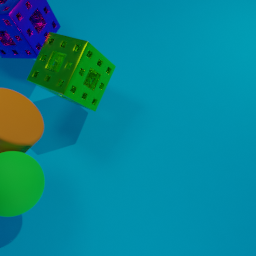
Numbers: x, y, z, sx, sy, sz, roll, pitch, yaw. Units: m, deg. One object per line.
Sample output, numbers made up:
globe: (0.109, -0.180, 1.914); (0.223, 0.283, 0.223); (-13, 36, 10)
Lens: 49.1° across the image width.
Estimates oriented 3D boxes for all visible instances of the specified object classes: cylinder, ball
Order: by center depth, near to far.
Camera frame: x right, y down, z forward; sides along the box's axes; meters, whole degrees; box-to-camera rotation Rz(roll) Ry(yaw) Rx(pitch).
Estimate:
ball: (-2.113, 1.003, 5.077); (1.161, 1.161, 1.161); (0, 68, 0)
cylinder: (-2.676, 0.099, 5.781); (1.348, 1.348, 1.348); (-38, 67, 29)

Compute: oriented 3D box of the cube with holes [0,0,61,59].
cube with holes: (-2.983, -2.880, 7.605); (1.373, 1.373, 1.373); (7, 58, 23)

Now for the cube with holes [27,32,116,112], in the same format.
cube with holes: (-1.349, -1.352, 6.869); (1.281, 1.281, 1.281); (23, 87, 30)
